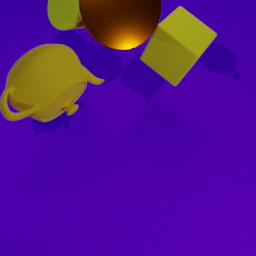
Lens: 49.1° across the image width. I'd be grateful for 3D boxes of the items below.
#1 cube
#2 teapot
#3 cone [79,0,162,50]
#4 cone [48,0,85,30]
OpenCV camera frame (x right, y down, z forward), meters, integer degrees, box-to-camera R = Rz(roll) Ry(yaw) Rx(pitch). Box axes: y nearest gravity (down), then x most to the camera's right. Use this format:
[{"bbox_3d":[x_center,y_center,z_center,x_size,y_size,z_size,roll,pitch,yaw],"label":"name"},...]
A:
[{"bbox_3d":[1.081,-1.768,6.109,1.024,1.024,1.024,39,55,3],"label":"cube"},{"bbox_3d":[-1.102,-0.623,4.254,0.965,1.226,1.972,47,41,2],"label":"teapot"},{"bbox_3d":[-0.310,-2.461,5.762,1.549,1.549,1.555,-18,24,-9],"label":"cone"},{"bbox_3d":[-0.871,-2.734,6.615,1.412,1.417,1.412,-4,82,32],"label":"cone"}]
